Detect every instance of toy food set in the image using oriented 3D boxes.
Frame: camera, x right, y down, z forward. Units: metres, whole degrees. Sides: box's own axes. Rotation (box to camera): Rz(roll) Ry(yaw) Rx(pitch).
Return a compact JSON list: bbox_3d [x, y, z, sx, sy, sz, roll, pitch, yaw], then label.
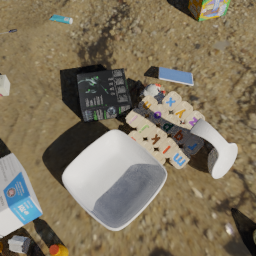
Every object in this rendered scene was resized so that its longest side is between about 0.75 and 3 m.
[{"bbox_3d":[-3.021,3.645,7.841,2.419,1.088,1.155,8,60,5],"label":"toy food set"}]

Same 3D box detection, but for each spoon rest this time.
[{"bbox_3d":[2.799,0.734,8.711,1.310,2.636,0.799,-50,42,-5],"label":"spoon rest"}]

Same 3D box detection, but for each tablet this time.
[{"bbox_3d":[1.968,-2.130,11.541,1.441,0.098,0.937,11,42,-1],"label":"tablet"}]

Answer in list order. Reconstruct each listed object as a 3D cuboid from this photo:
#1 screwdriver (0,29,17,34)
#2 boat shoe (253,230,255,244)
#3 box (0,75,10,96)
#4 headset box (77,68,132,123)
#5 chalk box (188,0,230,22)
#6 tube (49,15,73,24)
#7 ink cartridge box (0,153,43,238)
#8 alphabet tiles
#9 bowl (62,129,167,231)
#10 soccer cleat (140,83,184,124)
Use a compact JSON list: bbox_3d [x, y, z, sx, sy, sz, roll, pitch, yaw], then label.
[{"bbox_3d":[-5.710,-4.506,13.228,0.954,0.139,0.133,-19,61,-7],"label":"screwdriver"},{"bbox_3d":[4.383,3.842,7.953,0.755,0.694,2.113,-19,61,-11],"label":"boat shoe"},{"bbox_3d":[-5.389,-1.671,11.275,1.052,0.573,0.672,-6,60,-3],"label":"box"},{"bbox_3d":[-0.987,-1.254,10.818,2.010,0.932,1.750,-10,61,-6],"label":"headset box"},{"bbox_3d":[4.138,-6.218,13.595,1.982,1.227,1.233,-15,59,-10],"label":"chalk box"},{"bbox_3d":[-3.250,-5.299,13.615,1.126,0.284,0.436,18,53,15],"label":"tube"},{"bbox_3d":[-4.271,2.307,8.390,2.717,1.167,1.990,-27,49,-17],"label":"ink cartridge box"},{"bbox_3d":[1.262,0.103,9.940,2.707,0.198,2.647,43,88,15],"label":"alphabet tiles"},{"bbox_3d":[-0.415,1.704,9.046,2.676,1.000,2.679,39,66,21],"label":"bowl"},{"bbox_3d":[1.365,-0.646,10.642,0.911,0.814,2.348,-40,74,21],"label":"soccer cleat"}]
